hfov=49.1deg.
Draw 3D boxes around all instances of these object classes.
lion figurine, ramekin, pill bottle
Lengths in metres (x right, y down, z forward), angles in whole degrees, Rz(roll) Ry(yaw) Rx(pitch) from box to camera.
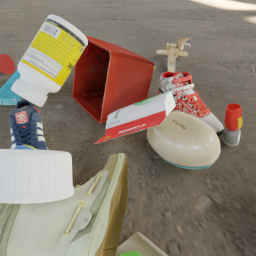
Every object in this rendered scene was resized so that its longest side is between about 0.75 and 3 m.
[{"bbox_3d":[2.645,-4.108,14.228,0.890,0.527,1.453,24,71,30],"label":"lion figurine"},{"bbox_3d":[-1.659,0.752,4.744,1.504,0.733,1.504,3,-2,0],"label":"ramekin"},{"bbox_3d":[-2.201,-1.787,7.712,1.271,2.284,1.271,32,-1,1],"label":"pill bottle"}]

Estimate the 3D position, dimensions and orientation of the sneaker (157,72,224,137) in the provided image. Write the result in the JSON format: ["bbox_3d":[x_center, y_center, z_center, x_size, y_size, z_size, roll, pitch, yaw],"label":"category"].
[{"bbox_3d":[1.866,-0.840,8.622,0.892,1.431,2.670,-20,37,-28],"label":"sneaker"}]

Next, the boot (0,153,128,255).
[{"bbox_3d":[-1.176,1.417,5.500,2.240,1.044,2.897,0,28,10],"label":"boot"}]

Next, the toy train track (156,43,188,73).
[{"bbox_3d":[2.080,-3.407,13.175,1.515,0.430,2.642,6,44,6],"label":"toy train track"}]

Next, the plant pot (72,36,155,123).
[{"bbox_3d":[-0.448,-1.699,9.487,1.997,2.264,2.266,-7,31,-34],"label":"plant pot"}]

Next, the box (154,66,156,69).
[{"bbox_3d":[0.866,-2.836,12.927,0.485,0.190,0.795,-19,37,-27],"label":"box"}]

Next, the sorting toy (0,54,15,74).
[{"bbox_3d":[-6.173,-2.384,11.871,0.926,0.932,2.688,-5,22,38],"label":"sorting toy"}]

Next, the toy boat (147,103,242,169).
[{"bbox_3d":[1.914,0.274,7.337,2.596,1.206,2.182,-19,32,-14],"label":"toy boat"}]

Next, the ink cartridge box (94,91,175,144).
[{"bbox_3d":[0.201,-0.332,7.499,1.816,0.565,2.256,-17,7,22],"label":"ink cartridge box"}]

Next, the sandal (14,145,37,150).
[{"bbox_3d":[-2.034,0.905,6.073,1.346,0.535,0.586,45,10,5],"label":"sandal"}]

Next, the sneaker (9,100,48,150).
[{"bbox_3d":[-2.715,0.103,7.406,0.988,1.114,2.636,-14,34,-16],"label":"sneaker"}]

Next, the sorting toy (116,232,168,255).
[{"bbox_3d":[0.065,2.630,4.170,1.981,0.361,1.834,-28,42,-36],"label":"sorting toy"}]

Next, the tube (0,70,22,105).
[{"bbox_3d":[-4.214,-1.659,10.714,1.081,0.703,2.792,-4,36,9],"label":"tube"}]
